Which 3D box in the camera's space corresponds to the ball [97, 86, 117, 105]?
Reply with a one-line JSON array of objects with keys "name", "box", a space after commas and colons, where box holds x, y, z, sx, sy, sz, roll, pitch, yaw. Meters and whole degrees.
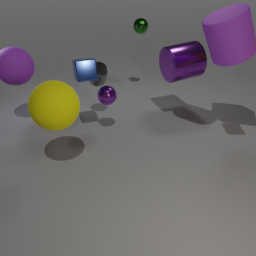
[{"name": "ball", "box": [-0.754, -1.178, 10.114, 0.700, 0.700, 0.700, 0, 29, 0]}]

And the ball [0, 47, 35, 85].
[{"name": "ball", "box": [-4.190, -2.279, 10.349, 1.400, 1.400, 1.400, 0, 29, 0]}]

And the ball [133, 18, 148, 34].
[{"name": "ball", "box": [0.598, -4.739, 13.023, 0.700, 0.700, 0.700, 0, 29, 0]}]

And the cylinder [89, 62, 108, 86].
[{"name": "cylinder", "box": [-1.169, -2.110, 10.994, 0.700, 0.700, 0.700, 6, 63, -11]}]

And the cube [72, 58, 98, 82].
[{"name": "cube", "box": [-1.486, -2.005, 9.631, 0.700, 0.700, 0.700, -10, 19, -16]}]

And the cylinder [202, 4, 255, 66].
[{"name": "cylinder", "box": [3.174, -2.881, 8.730, 1.400, 1.400, 1.400, -20, 31, 13]}]

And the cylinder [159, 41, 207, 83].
[{"name": "cylinder", "box": [2.136, -2.609, 11.047, 1.400, 1.400, 1.400, -15, 33, -15]}]

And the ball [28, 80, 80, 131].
[{"name": "ball", "box": [-2.060, -0.626, 7.852, 1.400, 1.400, 1.400, 0, 29, 0]}]
